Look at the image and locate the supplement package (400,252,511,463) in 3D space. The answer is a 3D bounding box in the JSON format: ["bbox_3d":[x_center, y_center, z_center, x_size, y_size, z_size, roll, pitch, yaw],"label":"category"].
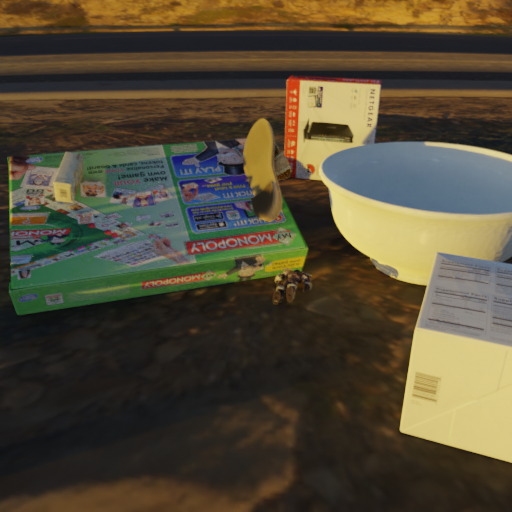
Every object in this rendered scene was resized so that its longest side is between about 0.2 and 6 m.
[{"bbox_3d":[2.450,1.015,6.127,1.350,1.360,1.792,11,29,20],"label":"supplement package"}]

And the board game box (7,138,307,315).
[{"bbox_3d":[-1.687,-0.691,9.170,4.346,0.633,2.924,-8,51,-16],"label":"board game box"}]

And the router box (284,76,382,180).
[{"bbox_3d":[1.696,-2.854,12.707,2.031,2.263,0.553,6,28,12],"label":"router box"}]

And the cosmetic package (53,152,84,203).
[{"bbox_3d":[-2.924,-1.235,8.771,0.272,0.403,0.766,7,48,-6],"label":"cosmetic package"}]

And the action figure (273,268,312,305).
[{"bbox_3d":[0.525,0.432,8.484,0.570,0.304,0.875,3,23,21],"label":"action figure"}]

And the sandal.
[{"bbox_3d":[0.280,-1.342,9.350,0.661,0.737,2.010,23,48,-36],"label":"sandal"}]

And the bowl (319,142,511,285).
[{"bbox_3d":[2.782,-0.626,9.058,3.591,1.614,3.591,-1,27,0],"label":"bowl"}]
